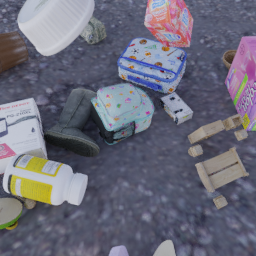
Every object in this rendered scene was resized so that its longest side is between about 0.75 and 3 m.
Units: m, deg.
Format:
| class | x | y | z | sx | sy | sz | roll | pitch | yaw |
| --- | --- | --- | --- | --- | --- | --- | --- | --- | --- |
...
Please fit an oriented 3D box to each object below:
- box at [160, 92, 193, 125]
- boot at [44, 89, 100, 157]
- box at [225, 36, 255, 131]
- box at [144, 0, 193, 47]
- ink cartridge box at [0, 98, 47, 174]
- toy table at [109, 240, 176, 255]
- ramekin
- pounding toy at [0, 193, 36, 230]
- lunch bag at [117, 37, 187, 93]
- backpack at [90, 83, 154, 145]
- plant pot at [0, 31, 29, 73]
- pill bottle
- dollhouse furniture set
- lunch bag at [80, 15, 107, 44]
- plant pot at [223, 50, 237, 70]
| class | x | y | z | sx | sy | sz | roll | pitch | yaw |
| --- | --- | --- | --- | --- | --- | --- | --- | --- | --- |
| box | 1.887 | -0.783 | 10.983 | 0.724 | 0.373 | 1.241 | -23 | 57 | -17 |
| boot | -1.644 | -0.293 | 10.413 | 2.291 | 0.914 | 2.520 | 20 | 48 | 12 |
| box | 4.892 | -1.657 | 10.408 | 1.282 | 2.333 | 2.652 | -5 | 54 | -4 |
| box | 1.423 | -3.536 | 9.315 | 0.975 | 2.059 | 1.056 | 7 | 87 | 26 |
| ink cartridge box | -3.913 | 0.221 | 9.832 | 1.693 | 0.986 | 2.338 | -15 | 54 | -11 |
| toy table | 0.487 | 3.916 | 6.335 | 1.576 | 2.474 | 2.692 | -14 | 48 | 7 |
| ramekin | -2.578 | -3.974 | 9.659 | 2.749 | 1.280 | 2.749 | -21 | 50 | 27 |
| pounding toy | -3.610 | 2.630 | 8.318 | 1.202 | 0.722 | 1.557 | 11 | 24 | 21 |
| lunch bag | 1.079 | -2.679 | 12.023 | 2.826 | 1.068 | 2.265 | 20 | 57 | 16 |
| backpack | -0.128 | -0.657 | 10.150 | 2.099 | 1.609 | 1.845 | -15 | 52 | -24 |
| plant pot | -5.449 | -3.297 | 12.155 | 1.782 | 1.800 | 1.800 | -29 | 58 | -30 |
| pill bottle | -2.453 | 1.624 | 8.550 | 2.257 | 1.256 | 1.256 | 14 | 54 | 4 |
| dollhouse furniture set | 3.214 | 1.113 | 9.545 | 2.174 | 1.244 | 2.549 | -20 | 79 | -14 |
| lunch bag | -1.815 | -4.742 | 13.708 | 1.094 | 0.909 | 1.304 | -38 | 61 | -11 |
| plant pot | 4.786 | -2.909 | 12.495 | 1.180 | 0.545 | 1.180 | 0 | 52 | 1 |
